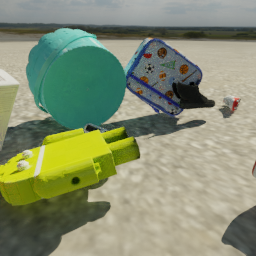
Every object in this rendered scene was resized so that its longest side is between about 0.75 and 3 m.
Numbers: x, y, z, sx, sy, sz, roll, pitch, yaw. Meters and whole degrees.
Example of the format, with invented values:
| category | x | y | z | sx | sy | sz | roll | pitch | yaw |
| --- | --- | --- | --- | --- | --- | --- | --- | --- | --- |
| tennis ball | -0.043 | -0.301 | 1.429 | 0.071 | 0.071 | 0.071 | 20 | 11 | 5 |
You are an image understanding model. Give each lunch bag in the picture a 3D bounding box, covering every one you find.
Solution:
| category | x | y | z | sx | sy | sz | roll | pitch | yaw |
| --- | --- | --- | --- | --- | --- | --- | --- | --- | --- |
| lunch bag | 1.118 | -1.545 | 9.087 | 2.488 | 1.994 | 0.940 | 30 | 7 | -23 |

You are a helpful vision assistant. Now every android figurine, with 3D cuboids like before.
| category | x | y | z | sx | sy | sz | roll | pitch | yaw |
| --- | --- | --- | --- | --- | --- | --- | --- | --- | --- |
| android figurine | -1.245 | 0.613 | 5.323 | 2.797 | 0.574 | 2.546 | -15 | 16 | -8 |

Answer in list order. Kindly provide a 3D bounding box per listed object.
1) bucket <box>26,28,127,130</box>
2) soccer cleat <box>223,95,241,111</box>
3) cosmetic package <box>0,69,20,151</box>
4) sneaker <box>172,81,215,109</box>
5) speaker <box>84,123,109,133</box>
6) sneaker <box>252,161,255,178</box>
| category | x | y | z | sx | sy | sz | roll | pitch | yaw |
| --- | --- | --- | --- | --- | --- | --- | --- | --- | --- |
| bucket | -1.549 | -1.438 | 8.442 | 2.889 | 2.889 | 1.880 | -11 | 29 | -26 |
| soccer cleat | 3.712 | -0.940 | 10.106 | 0.586 | 0.472 | 1.376 | 19 | 19 | 21 |
| cosmetic package | -3.075 | -0.281 | 5.942 | 0.688 | 1.858 | 0.945 | 37 | 25 | 18 |
| sneaker | 2.101 | -1.050 | 8.766 | 1.651 | 0.861 | 0.496 | -7 | 13 | -27 |
| speaker | -0.835 | 0.118 | 7.648 | 0.330 | 0.330 | 0.813 | -19 | 28 | -41 |
| sneaker | 3.302 | 0.773 | 4.759 | 2.251 | 0.882 | 1.300 | -11 | 31 | -28 |
